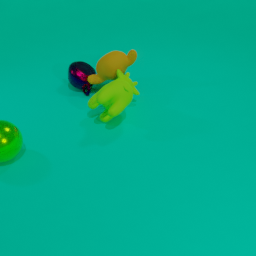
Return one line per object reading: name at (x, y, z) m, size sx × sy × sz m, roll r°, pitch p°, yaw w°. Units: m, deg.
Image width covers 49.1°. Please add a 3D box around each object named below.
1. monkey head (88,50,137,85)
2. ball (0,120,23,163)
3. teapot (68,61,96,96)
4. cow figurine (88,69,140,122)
monkey head at (-0.339, -1.653, 8.287) m, size 1.622 × 1.167 × 0.978 m, roll -29°, pitch 7°, yaw 12°
ball at (-2.684, 0.275, 5.877) m, size 0.901 × 0.901 × 0.901 m, roll 0°, pitch 35°, yaw 0°
teapot at (-1.473, -1.610, 8.670) m, size 0.930 × 0.733 × 1.496 m, roll 0°, pitch 52°, yaw -42°
cow figurine at (-0.231, -0.924, 7.245) m, size 1.657 × 0.924 × 1.684 m, roll -46°, pitch 11°, yaw -20°
